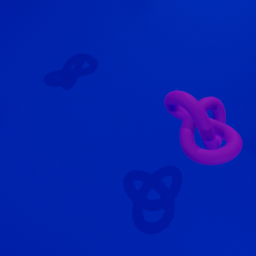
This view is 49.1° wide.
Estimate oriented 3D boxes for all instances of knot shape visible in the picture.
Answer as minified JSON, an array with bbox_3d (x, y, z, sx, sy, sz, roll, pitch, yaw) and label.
[{"bbox_3d":[1.326,0.030,4.801,1.525,0.704,1.427,22,37,-29],"label":"knot shape"}]
